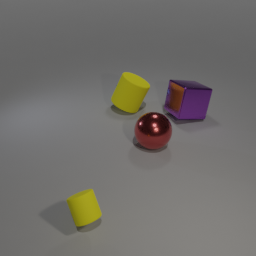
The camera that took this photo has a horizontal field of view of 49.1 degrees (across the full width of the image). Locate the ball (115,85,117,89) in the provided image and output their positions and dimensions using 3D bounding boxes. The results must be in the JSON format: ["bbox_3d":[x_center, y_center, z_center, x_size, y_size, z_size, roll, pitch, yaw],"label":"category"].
[{"bbox_3d":[-0.318,-2.052,14.812,0.700,0.700,0.700,0,30,0],"label":"ball"}]

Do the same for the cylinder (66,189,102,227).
[{"bbox_3d":[-1.097,1.984,7.021,0.700,0.700,0.700,-21,-1,0],"label":"cylinder"}]

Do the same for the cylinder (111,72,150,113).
[{"bbox_3d":[0.108,-1.647,13.009,1.400,1.400,1.400,22,26,-12],"label":"cylinder"}]

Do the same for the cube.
[{"bbox_3d":[2.629,-1.274,12.435,1.400,1.400,1.400,-1,24,-22],"label":"cube"}]

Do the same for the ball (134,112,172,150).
[{"bbox_3d":[0.933,0.101,10.381,1.400,1.400,1.400,0,30,0],"label":"ball"}]
